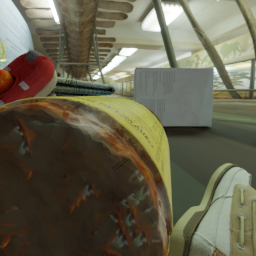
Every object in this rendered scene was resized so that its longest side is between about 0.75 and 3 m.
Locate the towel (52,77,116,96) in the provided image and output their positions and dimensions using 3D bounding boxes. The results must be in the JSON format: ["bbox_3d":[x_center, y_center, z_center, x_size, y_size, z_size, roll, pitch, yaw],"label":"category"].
[{"bbox_3d":[-2.218,-1.460,10.033,2.780,0.480,2.676,1,4,-26],"label":"towel"}]

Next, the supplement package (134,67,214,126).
[{"bbox_3d":[1.232,-0.906,8.256,2.109,1.601,1.589,0,6,-1],"label":"supplement package"}]

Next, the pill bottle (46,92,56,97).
[{"bbox_3d":[-3.141,-0.666,8.887,1.650,0.988,0.988,-3,8,-23],"label":"pill bottle"}]

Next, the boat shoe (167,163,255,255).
[{"bbox_3d":[0.625,0.549,1.642,0.397,0.434,1.161,8,19,31],"label":"boat shoe"}]

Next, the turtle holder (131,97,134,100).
[{"bbox_3d":[0.870,-0.967,10.018,1.708,1.298,1.213,23,14,-47],"label":"turtle holder"}]

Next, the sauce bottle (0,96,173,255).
[{"bbox_3d":[-0.136,0.226,2.226,0.961,0.961,2.912,1,4,7],"label":"sauce bottle"}]

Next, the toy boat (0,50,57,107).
[{"bbox_3d":[-3.063,-1.116,6.606,2.515,1.644,1.641,-45,47,-12],"label":"toy boat"}]
